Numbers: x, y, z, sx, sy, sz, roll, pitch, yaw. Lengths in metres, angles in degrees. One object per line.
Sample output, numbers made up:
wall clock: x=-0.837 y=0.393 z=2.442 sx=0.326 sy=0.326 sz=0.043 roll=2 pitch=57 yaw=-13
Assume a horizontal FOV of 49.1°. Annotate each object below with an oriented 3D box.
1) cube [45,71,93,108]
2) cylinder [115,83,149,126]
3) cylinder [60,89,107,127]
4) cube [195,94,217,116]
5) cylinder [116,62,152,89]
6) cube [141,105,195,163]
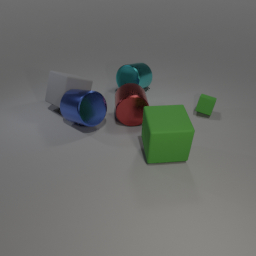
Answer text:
cube: x=-2.647 y=-1.660 z=12.511 sx=1.400 sy=1.400 sz=1.400 roll=24 pitch=16 yaw=40
cylinder: x=0.149 y=-1.010 z=11.883 sx=1.400 sy=1.400 sz=1.400 roll=-2 pitch=31 yaw=-3
cylinder: x=-1.806 y=-0.843 z=11.338 sx=1.400 sy=1.400 sz=1.400 roll=-26 pitch=26 yaw=-36
cube: x=3.448 y=-1.041 z=12.376 sx=0.700 sy=0.700 sz=0.700 roll=20 pitch=21 yaw=14
cylinder: x=0.329 y=-2.579 z=14.297 sx=1.400 sy=1.400 sz=1.400 roll=18 pitch=25 yaw=28
cube: x=1.274 y=0.189 z=9.443 sx=1.400 sy=1.400 sz=1.400 roll=-3 pitch=41 yaw=-6
